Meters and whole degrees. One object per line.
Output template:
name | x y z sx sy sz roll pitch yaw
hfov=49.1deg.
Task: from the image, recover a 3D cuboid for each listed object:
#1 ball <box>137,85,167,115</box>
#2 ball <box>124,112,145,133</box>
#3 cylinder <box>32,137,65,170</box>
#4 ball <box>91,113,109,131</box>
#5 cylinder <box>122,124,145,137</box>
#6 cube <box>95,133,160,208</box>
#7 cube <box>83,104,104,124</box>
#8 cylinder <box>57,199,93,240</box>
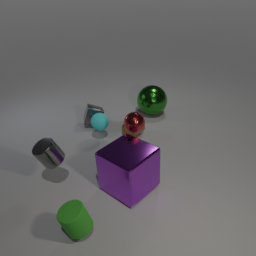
ball | 1.118 -1.283 12.993 1.400 1.400 1.400 0 30 0
ball | 0.209 -0.179 9.133 0.700 0.700 0.700 0 30 0
cylinder | -2.335 0.744 8.247 0.700 0.700 0.700 -18 40 16
ball | -1.109 -0.245 10.987 0.700 0.700 0.700 0 30 0
cylinder | 0.223 -0.016 11.477 0.700 0.700 0.700 22 36 33
cube | 0.021 1.234 8.509 1.400 1.400 1.400 23 39 36
cube | -1.491 -0.571 12.144 0.700 0.700 0.700 14 16 -17
cylinder | -1.305 2.266 6.950 0.700 0.700 0.700 -14 34 10
